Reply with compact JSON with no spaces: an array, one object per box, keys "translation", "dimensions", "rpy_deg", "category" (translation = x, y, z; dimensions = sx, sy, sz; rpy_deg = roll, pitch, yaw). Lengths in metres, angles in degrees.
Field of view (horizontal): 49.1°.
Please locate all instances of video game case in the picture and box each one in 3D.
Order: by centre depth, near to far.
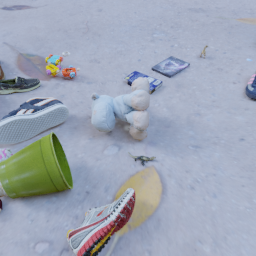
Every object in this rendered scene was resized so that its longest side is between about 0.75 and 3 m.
[{"translation":[2.205,-3.164,14.420],"dimensions":[1.209,0.161,1.692],"rpy_deg":[32,50,31],"category":"video game case"}]

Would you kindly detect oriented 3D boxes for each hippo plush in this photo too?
[{"translation":[-0.336,-0.909,10.461],"dimensions":[2.164,2.143,2.691],"rpy_deg":[1,43,0],"category":"hippo plush"}]

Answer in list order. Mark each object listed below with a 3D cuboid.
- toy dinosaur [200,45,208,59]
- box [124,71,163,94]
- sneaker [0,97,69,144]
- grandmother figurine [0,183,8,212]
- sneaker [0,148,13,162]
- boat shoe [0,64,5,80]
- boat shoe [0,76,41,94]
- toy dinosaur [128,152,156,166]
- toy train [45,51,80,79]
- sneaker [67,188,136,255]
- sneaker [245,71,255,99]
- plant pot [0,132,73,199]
[{"translation":[4.062,-4.060,15.078],"dimensions":[0.337,0.586,1.159],"rpy_deg":[14,44,16],"category":"toy dinosaur"},{"translation":[0.697,-2.177,13.240],"dimensions":[1.619,0.262,0.981],"rpy_deg":[29,49,26],"category":"box"},{"translation":[-3.771,-0.348,10.620],"dimensions":[2.889,1.133,1.147],"rpy_deg":[-22,46,-29],"category":"sneaker"},{"translation":[-4.120,2.282,8.195],"dimensions":[1.018,0.508,1.679],"rpy_deg":[25,50,13],"category":"grandmother figurine"},{"translation":[-4.166,1.071,9.499],"dimensions":[0.541,0.499,1.226],"rpy_deg":[-17,46,-15],"category":"sneaker"},{"translation":[-6.798,-3.156,13.746],"dimensions":[1.055,1.030,2.789],"rpy_deg":[-19,46,-20],"category":"boat shoe"},{"translation":[-5.019,-2.032,12.805],"dimensions":[1.936,0.636,0.692],"rpy_deg":[-14,44,-15],"category":"boat shoe"},{"translation":[0.442,1.072,9.701],"dimensions":[1.024,0.243,0.451],"rpy_deg":[10,29,11],"category":"toy dinosaur"},{"translation":[-3.294,-3.007,13.975],"dimensions":[1.580,0.585,2.103],"rpy_deg":[-12,47,-14],"category":"toy train"},{"translation":[-0.662,2.420,7.701],"dimensions":[0.978,0.927,2.381],"rpy_deg":[30,50,30],"category":"sneaker"},{"translation":[5.950,-2.215,12.768],"dimensions":[0.818,0.956,2.332],"rpy_deg":[19,46,20],"category":"sneaker"},{"translation":[-2.825,1.271,8.514],"dimensions":[1.774,1.843,1.843],"rpy_deg":[-19,45,-5],"category":"plant pot"}]
